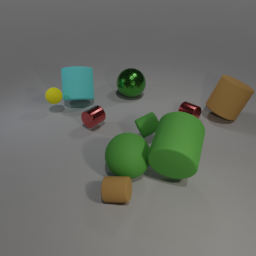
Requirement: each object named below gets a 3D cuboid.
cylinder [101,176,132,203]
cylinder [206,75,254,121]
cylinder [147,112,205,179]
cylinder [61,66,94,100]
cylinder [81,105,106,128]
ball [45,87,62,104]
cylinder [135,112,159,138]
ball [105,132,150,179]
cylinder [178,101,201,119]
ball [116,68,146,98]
[{"bbox_3d":[-0.303,1.688,7.705,0.700,0.700,0.700,-2,31,14],"label":"cylinder"},{"bbox_3d":[4.142,-1.246,11.461,1.400,1.400,1.400,21,25,-10],"label":"cylinder"},{"bbox_3d":[1.391,0.493,7.985,1.400,1.400,1.400,10,51,16],"label":"cylinder"},{"bbox_3d":[-2.270,-1.986,12.681,1.400,1.400,1.400,-2,4,0],"label":"cylinder"},{"bbox_3d":[-1.354,-0.446,10.989,0.700,0.700,0.700,23,39,32],"label":"cylinder"},{"bbox_3d":[-3.125,-1.358,11.810,0.700,0.700,0.700,0,32,0],"label":"ball"},{"bbox_3d":[0.691,-0.109,9.767,0.700,0.700,0.700,-27,36,-3],"label":"cylinder"},{"bbox_3d":[-0.002,0.835,8.473,1.400,1.400,1.400,0,32,0],"label":"ball"},{"bbox_3d":[2.558,-0.672,11.613,0.700,0.700,0.700,-27,41,-37],"label":"cylinder"},{"bbox_3d":[0.151,-2.142,13.341,1.400,1.400,1.400,0,32,0],"label":"ball"}]
